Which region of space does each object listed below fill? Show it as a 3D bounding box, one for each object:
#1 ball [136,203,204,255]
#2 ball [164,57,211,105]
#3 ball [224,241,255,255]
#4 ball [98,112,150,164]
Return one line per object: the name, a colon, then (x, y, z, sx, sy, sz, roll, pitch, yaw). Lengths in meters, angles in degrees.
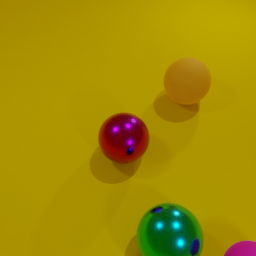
ball: (0.749, 1.971, 5.067, 1.201, 1.201, 1.201, 0, 53, 0)
ball: (1.568, -1.241, 7.433, 1.239, 1.239, 1.239, 0, 53, 0)
ball: (1.990, 2.302, 4.507, 0.912, 0.912, 0.912, 0, 53, 0)
ball: (-0.096, 0.228, 6.378, 1.170, 1.170, 1.170, 0, 53, 0)
